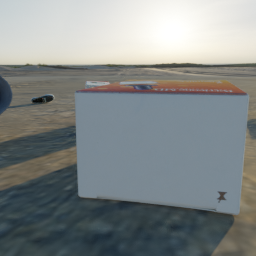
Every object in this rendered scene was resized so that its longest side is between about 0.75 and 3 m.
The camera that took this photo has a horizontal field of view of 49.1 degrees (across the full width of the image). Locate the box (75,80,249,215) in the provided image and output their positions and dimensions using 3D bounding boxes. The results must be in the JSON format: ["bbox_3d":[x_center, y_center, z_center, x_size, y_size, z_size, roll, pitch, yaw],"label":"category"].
[{"bbox_3d":[0.637,-0.007,4.585,2.079,1.452,2.730,3,13,13],"label":"box"}]

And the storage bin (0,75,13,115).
[{"bbox_3d":[-3.830,-1.145,5.782,1.956,2.688,1.805,-48,22,-16],"label":"storage bin"}]

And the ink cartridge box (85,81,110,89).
[{"bbox_3d":[-0.860,-0.661,7.893,0.721,1.246,2.145,2,12,-9],"label":"ink cartridge box"}]

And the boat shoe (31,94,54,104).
[{"bbox_3d":[-3.926,-1.286,12.950,1.065,0.384,0.378,-15,25,-16],"label":"boat shoe"}]
